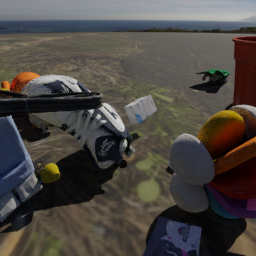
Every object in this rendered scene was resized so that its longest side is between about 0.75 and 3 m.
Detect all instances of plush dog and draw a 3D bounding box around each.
[{"bbox_3d":[-2.637,-0.352,8.733,1.170,0.938,1.005,30,10,-2],"label":"plush dog"}]

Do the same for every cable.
[{"bbox_3d":[-1.654,-0.477,4.067,2.481,0.624,1.205,-4,8,6],"label":"cable"}]

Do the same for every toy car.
[{"bbox_3d":[1.721,0.741,4.646,1.770,2.022,1.516,-27,48,-18],"label":"toy car"}]

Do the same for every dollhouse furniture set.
[{"bbox_3d":[-2.113,0.650,3.923,1.733,2.507,2.656,17,40,35],"label":"dollhouse furniture set"}]

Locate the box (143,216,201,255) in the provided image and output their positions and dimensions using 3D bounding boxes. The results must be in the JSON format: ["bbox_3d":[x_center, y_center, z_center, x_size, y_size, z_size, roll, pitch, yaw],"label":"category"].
[{"bbox_3d":[0.585,1.770,3.756,0.659,0.572,0.997,9,25,20],"label":"box"}]

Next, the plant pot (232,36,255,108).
[{"bbox_3d":[4.507,-1.467,8.847,2.639,2.567,2.639,0,23,0],"label":"plant pot"}]

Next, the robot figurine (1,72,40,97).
[{"bbox_3d":[-3.479,-1.275,9.991,1.634,1.325,2.272,-29,31,-15],"label":"robot figurine"}]

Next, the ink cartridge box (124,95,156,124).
[{"bbox_3d":[0.385,-0.557,8.297,0.327,0.567,0.979,-10,17,44],"label":"ink cartridge box"}]

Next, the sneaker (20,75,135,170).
[{"bbox_3d":[-0.857,0.005,6.170,1.866,1.144,2.867,49,8,37],"label":"sneaker"}]

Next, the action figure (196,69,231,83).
[{"bbox_3d":[4.529,-2.662,14.118,1.435,0.664,2.429,15,20,35],"label":"action figure"}]

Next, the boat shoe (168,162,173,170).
[{"bbox_3d":[1.262,0.868,6.312,0.784,0.243,0.282,19,30,38],"label":"boat shoe"}]
